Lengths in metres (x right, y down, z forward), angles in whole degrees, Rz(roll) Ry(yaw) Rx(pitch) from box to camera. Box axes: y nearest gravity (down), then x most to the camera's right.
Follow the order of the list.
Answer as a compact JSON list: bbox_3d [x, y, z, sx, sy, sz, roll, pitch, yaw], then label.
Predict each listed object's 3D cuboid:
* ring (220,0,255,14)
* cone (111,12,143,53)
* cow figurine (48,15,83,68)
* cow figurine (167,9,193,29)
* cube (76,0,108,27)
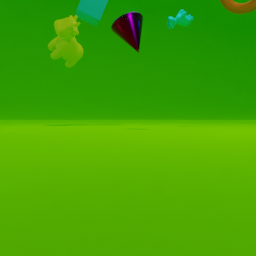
[{"bbox_3d":[2.992,-3.669,7.297,1.321,1.321,0.264,1,30,40],"label":"ring"},{"bbox_3d":[0.189,-3.486,10.828,1.324,1.329,1.324,-19,-12,-4],"label":"cone"},{"bbox_3d":[-2.045,-3.043,9.865,1.644,0.917,1.670,-33,-29,20],"label":"cow figurine"},{"bbox_3d":[1.984,-4.128,10.885,0.880,0.866,0.483,20,30,-32],"label":"cow figurine"},{"bbox_3d":[-1.333,-4.392,10.255,0.861,0.861,0.861,22,1,-15],"label":"cube"}]
